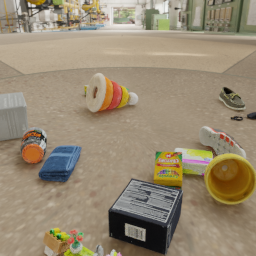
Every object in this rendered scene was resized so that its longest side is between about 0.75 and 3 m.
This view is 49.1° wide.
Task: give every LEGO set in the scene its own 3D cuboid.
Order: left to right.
[{"bbox_3d":[-0.659,2.241,4.415,1.247,1.009,2.710,-8,26,-18],"label":"LEGO set"}]

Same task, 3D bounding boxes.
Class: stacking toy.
[{"bbox_3d":[-0.572,-1.404,12.446,2.293,1.676,1.676,7,18,-32],"label":"stacking toy"}]

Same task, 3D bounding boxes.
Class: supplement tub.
[{"bbox_3d":[-2.865,0.525,8.547,0.743,0.743,1.213,-6,25,-13],"label":"supplement tub"}]

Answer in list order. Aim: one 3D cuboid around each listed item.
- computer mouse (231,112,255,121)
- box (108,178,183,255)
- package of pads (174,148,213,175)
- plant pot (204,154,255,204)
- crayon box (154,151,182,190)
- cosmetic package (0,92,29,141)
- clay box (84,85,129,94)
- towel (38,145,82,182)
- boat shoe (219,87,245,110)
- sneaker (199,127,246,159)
[{"bbox_3d":[4.847,-0.503,11.442,1.387,0.236,0.407,-7,26,-13],"label":"computer mouse"},{"bbox_3d":[0.400,1.762,5.786,1.220,0.752,1.210,10,26,21],"label":"box"},{"bbox_3d":[1.854,0.947,8.039,1.136,0.387,0.877,6,25,12],"label":"package of pads"},{"bbox_3d":[2.447,1.127,6.895,1.146,1.146,1.078,5,10,10],"label":"plant pot"},{"bbox_3d":[1.058,1.126,7.316,0.728,0.291,1.147,0,44,9],"label":"crayon box"},{"bbox_3d":[-5.097,-0.301,9.718,2.997,1.351,1.601,-8,29,-23],"label":"cosmetic package"},{"bbox_3d":[-1.061,-1.829,14.028,1.226,0.508,2.135,-22,32,-40],"label":"clay box"},{"bbox_3d":[-1.919,0.944,8.057,0.874,0.380,1.565,1,25,4],"label":"towel"},{"bbox_3d":[4.801,-1.379,12.942,0.699,0.585,1.957,-3,25,-7],"label":"boat shoe"},{"bbox_3d":[3.093,0.435,8.773,0.837,0.788,2.044,-2,24,-20],"label":"sneaker"}]
